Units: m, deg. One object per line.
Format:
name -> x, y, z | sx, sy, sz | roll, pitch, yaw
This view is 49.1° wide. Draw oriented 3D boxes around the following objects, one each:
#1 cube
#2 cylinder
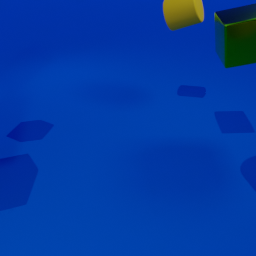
cube -> 2.360, -1.910, 5.789 | 0.921, 0.921, 0.921 | -9, 37, 9
cylinder -> 1.480, -3.121, 7.437 | 0.852, 0.852, 0.852 | -7, 27, 30
